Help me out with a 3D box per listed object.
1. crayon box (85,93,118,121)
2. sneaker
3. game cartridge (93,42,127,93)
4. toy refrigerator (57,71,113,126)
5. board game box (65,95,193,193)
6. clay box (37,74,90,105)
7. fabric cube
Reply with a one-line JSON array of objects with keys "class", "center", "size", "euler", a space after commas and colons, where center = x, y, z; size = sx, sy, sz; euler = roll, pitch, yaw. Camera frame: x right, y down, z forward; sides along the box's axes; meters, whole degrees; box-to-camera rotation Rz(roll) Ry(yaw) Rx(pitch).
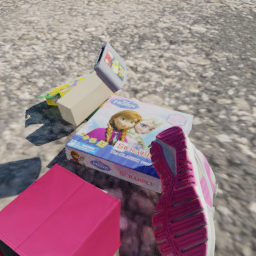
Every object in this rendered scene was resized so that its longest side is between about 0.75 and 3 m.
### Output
[{"class": "crayon box", "center": [-1.066, -0.806, 9.115], "size": [0.849, 0.348, 1.350], "euler": [33, 50, 33]}, {"class": "sneaker", "center": [1.298, 1.417, 5.703], "size": [1.185, 1.285, 2.912], "euler": [-24, 52, 37]}, {"class": "game cartridge", "center": [-0.361, -1.370, 6.372], "size": [0.252, 0.821, 1.233], "euler": [-24, 35, 26]}, {"class": "toy refrigerator", "center": [-1.196, -0.997, 8.424], "size": [0.666, 0.722, 1.903], "euler": [26, 57, 28]}, {"class": "board game box", "center": [0.138, 0.229, 7.699], "size": [2.655, 0.546, 2.649], "euler": [16, 42, 19]}, {"class": "clay box", "center": [-1.836, -1.239, 9.238], "size": [2.048, 0.488, 1.177], "euler": [-33, 25, -32]}, {"class": "fabric cube", "center": [-1.170, 1.909, 4.899], "size": [1.577, 1.547, 1.572], "euler": [23, 43, 26]}]
